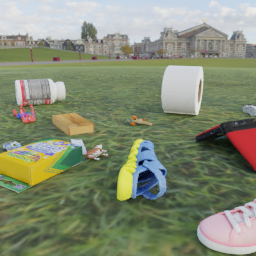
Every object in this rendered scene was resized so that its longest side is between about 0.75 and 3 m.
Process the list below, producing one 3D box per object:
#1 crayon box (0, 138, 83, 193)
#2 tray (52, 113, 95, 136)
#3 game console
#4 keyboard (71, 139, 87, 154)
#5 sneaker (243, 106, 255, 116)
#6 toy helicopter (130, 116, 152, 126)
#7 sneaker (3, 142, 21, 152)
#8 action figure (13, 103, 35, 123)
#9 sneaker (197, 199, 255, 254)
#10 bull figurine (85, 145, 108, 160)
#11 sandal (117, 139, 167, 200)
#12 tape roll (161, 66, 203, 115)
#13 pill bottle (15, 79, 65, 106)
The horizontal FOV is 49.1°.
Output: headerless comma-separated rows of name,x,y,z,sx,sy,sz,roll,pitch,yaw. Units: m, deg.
crayon box,-2.281,0.823,7.002,1.283,0.526,2.041,10,19,31
tray,-2.178,-0.196,10.906,1.004,0.377,2.035,-9,19,-29
game console,3.884,0.555,8.439,2.754,1.635,2.374,-6,-14,-21
keyboard,-1.532,0.573,8.672,0.367,0.070,1.305,0,15,-17
sneaker,5.972,-0.845,13.110,0.679,0.432,1.191,2,16,-4
toy helicopter,0.556,-0.242,11.327,0.891,0.352,0.590,16,10,14
sneaker,-3.406,0.550,8.331,0.857,0.330,0.325,9,20,33
action figure,-4.429,-0.747,11.967,0.610,0.926,1.870,-12,22,-34
sneaker,2.115,1.301,4.380,2.033,1.063,0.765,-1,18,0
bull figurine,-0.871,0.693,7.948,0.488,0.262,0.804,7,17,24
sandal,0.406,0.941,6.231,0.954,0.871,2.192,9,24,8
tape roll,2.573,-1.761,13.018,1.530,2.228,2.228,6,17,21
pill bottle,-4.771,-1.968,15.293,2.494,1.380,1.380,-7,17,-24
